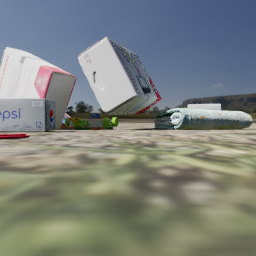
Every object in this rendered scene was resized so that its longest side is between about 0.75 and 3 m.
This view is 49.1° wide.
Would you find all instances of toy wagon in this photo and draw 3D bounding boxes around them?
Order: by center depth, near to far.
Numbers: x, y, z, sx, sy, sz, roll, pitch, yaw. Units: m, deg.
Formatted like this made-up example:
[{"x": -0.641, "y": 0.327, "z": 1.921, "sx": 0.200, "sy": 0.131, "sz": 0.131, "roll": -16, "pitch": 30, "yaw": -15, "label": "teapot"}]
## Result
[{"x": -1.313, "y": -0.151, "z": 9.351, "sx": 1.564, "sy": 0.399, "sz": 2.016, "roll": 0, "pitch": 2, "yaw": 21, "label": "toy wagon"}]

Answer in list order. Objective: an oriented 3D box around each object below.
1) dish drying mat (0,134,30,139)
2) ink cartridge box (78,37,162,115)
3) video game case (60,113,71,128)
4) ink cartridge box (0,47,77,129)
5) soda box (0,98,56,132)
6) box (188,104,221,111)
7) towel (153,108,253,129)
[{"x": -1.897, "y": 0.124, "z": 4.159, "sx": 0.319, "sy": 0.076, "sz": 0.830, "roll": 0, "pitch": 1, "yaw": 32, "label": "dish drying mat"}, {"x": -0.139, "y": -1.605, "z": 9.533, "sx": 1.225, "sy": 2.112, "sz": 2.862, "roll": -30, "pitch": -7, "yaw": 19, "label": "ink cartridge box"}, {"x": -3.539, "y": -0.598, "z": 10.620, "sx": 2.038, "sy": 0.249, "sz": 2.851, "roll": 35, "pitch": 19, "yaw": 26, "label": "video game case"}, {"x": -3.134, "y": -1.326, "z": 9.210, "sx": 2.584, "sy": 1.893, "sz": 1.070, "roll": 30, "pitch": 17, "yaw": 32, "label": "ink cartridge box"}, {"x": -3.212, "y": -0.322, "z": 7.116, "sx": 2.588, "sy": 0.821, "sz": 0.883, "roll": 0, "pitch": 1, "yaw": 3, "label": "soda box"}, {"x": 4.771, "y": -0.794, "z": 17.596, "sx": 1.981, "sy": 1.295, "sz": 1.971, "roll": 0, "pitch": 1, "yaw": 14, "label": "box"}, {"x": 2.430, "y": -0.316, "z": 9.927, "sx": 2.480, "sy": 0.698, "sz": 2.897, "roll": -1, "pitch": 2, "yaw": -14, "label": "towel"}]
